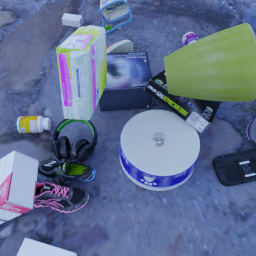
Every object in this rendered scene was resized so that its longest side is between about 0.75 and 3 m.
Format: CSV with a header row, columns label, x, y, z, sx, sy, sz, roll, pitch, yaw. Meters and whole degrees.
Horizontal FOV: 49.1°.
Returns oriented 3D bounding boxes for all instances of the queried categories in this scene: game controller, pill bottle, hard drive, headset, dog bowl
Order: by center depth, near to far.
label,x,y,z,sx,sy,sz,roll,pitch,yaw
hard drive,-2.578,4.416,7.487,1.622,0.323,2.460,13,54,9
headset,-1.978,0.706,9.700,1.554,1.182,2.516,9,71,7
dog bowl,1.063,0.711,9.767,2.737,1.078,2.737,0,53,0
game controller,4.075,1.340,9.787,2.150,0.453,1.122,-10,69,-7
pill bottle,-3.559,-0.143,10.677,1.134,0.630,0.630,-2,54,-2
pill bottle,3.135,-3.986,13.478,0.706,0.706,1.256,-11,55,-8

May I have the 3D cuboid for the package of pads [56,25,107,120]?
label,x,y,z,sx,sy,sz,roll,pitch,yaw
package of pads,-1.347,-1.879,8.816,0.971,2.200,2.848,4,31,4

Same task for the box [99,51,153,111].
label,x,y,z,sx,sy,sz,roll,pitch,yaw
box,-0.156,-1.966,11.596,2.195,1.353,2.177,-4,55,-3

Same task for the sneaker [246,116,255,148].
label,x,y,z,sx,sy,sz,roll,pitch,yaw
sneaker,5.171,-0.415,10.383,0.997,1.173,2.680,23,50,16

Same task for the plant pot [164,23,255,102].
label,x,y,z,sx,sy,sz,roll,pitch,yaw
plant pot,2.471,-1.832,8.849,2.526,2.363,2.363,-7,53,11

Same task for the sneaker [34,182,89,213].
label,x,y,z,sx,sy,sz,roll,pitch,yaw
sneaker,-2.319,2.076,8.805,2.149,1.025,0.849,2,52,0

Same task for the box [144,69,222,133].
label,x,y,z,sx,sy,sz,roll,pitch,yaw
box,2.151,-1.207,10.515,2.585,0.614,2.496,38,37,8

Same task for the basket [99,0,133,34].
label,x,y,z,sx,sy,sz,roll,pitch,yaw
basket,-0.682,-5.974,14.493,1.664,1.313,1.887,-21,73,22

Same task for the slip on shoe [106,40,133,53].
label,x,y,z,sx,sy,sz,roll,pitch,yaw
slip on shoe,-1.042,-3.304,12.820,2.926,1.084,0.895,-32,55,-16

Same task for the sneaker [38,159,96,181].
label,x,y,z,sx,sy,sz,roll,pitch,yaw
sneaker,-2.053,1.295,9.206,1.974,0.818,0.700,5,62,10

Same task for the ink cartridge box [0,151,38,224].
label,x,y,z,sx,sy,sz,roll,pitch,yaw
ink cartridge box,-3.765,1.881,8.317,2.170,0.915,1.571,-28,49,27

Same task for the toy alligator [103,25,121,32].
label,x,y,z,sx,sy,sz,roll,pitch,yaw
toy alligator,-0.863,-5.202,14.660,1.040,0.309,0.282,-9,13,-29

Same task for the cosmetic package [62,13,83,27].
label,x,y,z,sx,sy,sz,roll,pitch,yaw
cosmetic package,-2.965,-5.761,14.967,0.999,0.424,0.537,11,55,9
